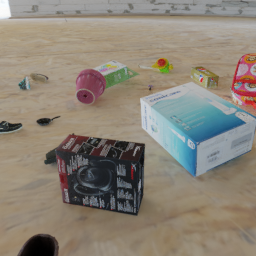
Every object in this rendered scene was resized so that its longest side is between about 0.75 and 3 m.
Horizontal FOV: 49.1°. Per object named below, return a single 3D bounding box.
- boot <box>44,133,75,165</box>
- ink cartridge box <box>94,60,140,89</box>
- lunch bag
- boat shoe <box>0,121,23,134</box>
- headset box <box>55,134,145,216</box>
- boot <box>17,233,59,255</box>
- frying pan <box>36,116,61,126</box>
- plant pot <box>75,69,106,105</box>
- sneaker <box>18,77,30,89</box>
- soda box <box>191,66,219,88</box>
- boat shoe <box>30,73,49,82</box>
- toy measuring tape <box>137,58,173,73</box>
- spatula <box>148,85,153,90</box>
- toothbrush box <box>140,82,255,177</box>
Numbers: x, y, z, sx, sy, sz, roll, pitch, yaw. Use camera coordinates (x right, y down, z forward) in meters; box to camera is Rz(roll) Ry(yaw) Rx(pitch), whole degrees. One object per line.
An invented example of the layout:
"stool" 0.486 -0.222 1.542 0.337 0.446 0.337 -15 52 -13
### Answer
"boot" -1.956 0.589 8.243 0.917 0.514 1.326 -19 15 -2
"ink cartridge box" -0.771 -2.663 13.628 2.431 0.721 1.262 -27 36 -21
"lunch bag" 5.753 -1.720 11.224 2.975 1.219 2.621 10 63 29
"boat shoe" -4.193 -0.051 9.543 1.146 0.387 0.411 -7 27 -16
"headset box" -0.669 1.026 6.297 2.002 1.490 0.773 6 28 13
"boot" -1.058 2.659 2.303 1.000 2.299 2.764 2 28 4
"frying pan" -2.944 -0.291 10.252 0.528 0.142 0.872 17 30 27
"plant pot" -1.652 -1.638 11.773 1.299 1.299 1.163 4 44 8
"sneaker" -5.039 -2.167 13.531 0.529 0.450 1.161 -13 29 -15
"soda box" 3.842 -2.585 14.130 0.615 0.581 1.816 -8 29 -12
"boat shoe" -4.572 -2.604 14.424 1.081 0.389 0.350 16 24 24
"toy measuring tape" 1.605 -3.658 15.945 2.186 0.804 0.804 16 32 29
"spatula" 1.080 -1.953 13.468 0.233 0.085 0.826 3 28 6
"toothbrush box" 1.954 -0.145 8.420 2.090 1.217 2.854 -20 38 -21
